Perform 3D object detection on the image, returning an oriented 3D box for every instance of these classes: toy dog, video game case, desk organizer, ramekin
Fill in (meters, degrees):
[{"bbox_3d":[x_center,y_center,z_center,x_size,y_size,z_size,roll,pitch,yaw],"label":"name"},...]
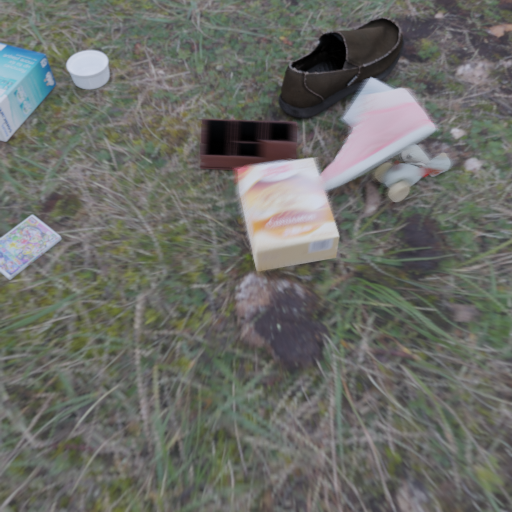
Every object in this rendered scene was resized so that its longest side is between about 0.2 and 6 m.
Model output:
[{"bbox_3d":[3.104,-1.767,11.026,1.062,0.775,1.610,37,63,23],"label":"toy dog"},{"bbox_3d":[-4.329,-0.180,10.334,0.843,0.106,1.177,34,62,21],"label":"video game case"},{"bbox_3d":[-0.156,-2.244,11.344,1.970,0.758,0.707,2,52,2],"label":"desk organizer"},{"bbox_3d":[-3.861,-4.289,12.976,0.931,0.454,0.931,0,55,-1],"label":"ramekin"}]

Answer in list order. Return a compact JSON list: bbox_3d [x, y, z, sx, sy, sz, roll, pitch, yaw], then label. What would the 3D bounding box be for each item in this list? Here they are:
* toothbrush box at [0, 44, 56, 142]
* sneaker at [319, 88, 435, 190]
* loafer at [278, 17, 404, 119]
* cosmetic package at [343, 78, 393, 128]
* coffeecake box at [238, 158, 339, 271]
[{"bbox_3d":[-5.661,-3.626,12.261,1.505,0.877,2.055,18,58,12],"label":"toothbrush box"},{"bbox_3d":[2.054,-2.292,10.761,2.407,0.906,1.258,-30,89,12],"label":"sneaker"},{"bbox_3d":[2.015,-4.390,12.428,3.582,1.278,1.307,-40,63,-20],"label":"loafer"},{"bbox_3d":[2.563,-2.962,11.665,1.012,0.624,1.015,39,103,25],"label":"cosmetic package"},{"bbox_3d":[0.549,-0.804,10.392,1.488,0.708,1.939,-10,55,-5],"label":"coffeecake box"}]
